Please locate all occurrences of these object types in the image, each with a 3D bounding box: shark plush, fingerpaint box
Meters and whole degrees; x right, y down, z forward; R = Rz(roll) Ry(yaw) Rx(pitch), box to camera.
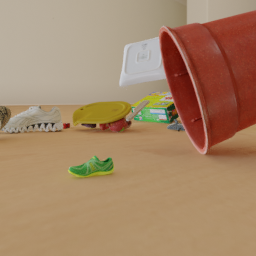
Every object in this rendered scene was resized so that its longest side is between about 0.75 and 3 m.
[{"bbox_3d":[1.904,0.050,10.222,0.938,0.426,0.391,28,41,30],"label":"shark plush"},{"bbox_3d":[1.696,-1.084,14.221,2.421,0.888,2.020,7,32,46],"label":"fingerpaint box"}]

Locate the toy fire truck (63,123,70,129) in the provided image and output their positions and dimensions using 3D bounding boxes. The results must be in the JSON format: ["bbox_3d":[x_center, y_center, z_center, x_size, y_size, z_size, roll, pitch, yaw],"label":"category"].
[{"bbox_3d":[-2.659,-0.082,11.092,0.550,0.190,0.780,1,6,7],"label":"toy fire truck"}]

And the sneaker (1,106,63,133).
[{"bbox_3d":[-3.508,-0.315,9.925,2.329,0.944,0.875,-4,9,-19],"label":"sneaker"}]

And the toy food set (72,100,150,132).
[{"bbox_3d":[-0.686,-0.267,10.386,2.841,0.928,1.671,1,30,26],"label":"toy food set"}]

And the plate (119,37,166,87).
[{"bbox_3d":[0.698,-2.928,11.820,2.265,2.270,0.367,-7,-28,25],"label":"plate"}]

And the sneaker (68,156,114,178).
[{"bbox_3d":[-0.584,0.594,4.430,0.755,0.316,0.280,-4,8,-28],"label":"sneaker"}]

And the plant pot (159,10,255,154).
[{"bbox_3d":[2.437,-1.215,6.025,2.768,2.846,2.846,-19,6,3],"label":"plant pot"}]

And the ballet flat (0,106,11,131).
[{"bbox_3d":[-4.307,0.068,7.351,1.083,0.976,2.878,33,31,35],"label":"ballet flat"}]
